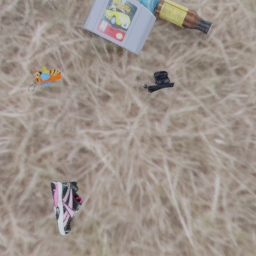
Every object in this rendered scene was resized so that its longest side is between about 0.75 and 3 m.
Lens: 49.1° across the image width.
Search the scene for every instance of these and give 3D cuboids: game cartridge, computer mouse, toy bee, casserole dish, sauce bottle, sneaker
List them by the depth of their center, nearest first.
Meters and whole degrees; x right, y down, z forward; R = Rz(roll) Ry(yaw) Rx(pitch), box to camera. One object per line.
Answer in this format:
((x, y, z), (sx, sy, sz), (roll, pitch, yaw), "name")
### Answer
((-1.573, 2.147, 7.491), (0.750, 1.738, 0.698), (-9, 36, -19), "sneaker")
((-2.548, -1.569, 8.357), (1.033, 0.676, 0.561), (-15, 57, -38), "toy bee")
((0.864, -1.342, 8.416), (0.887, 1.264, 0.291), (-12, 120, 0), "computer mouse")
((-0.270, -3.304, 8.545), (2.087, 0.427, 1.389), (31, 101, 18), "game cartridge")
((1.757, -3.459, 8.789), (1.789, 0.591, 0.591), (30, 81, 9), "sauce bottle")
((0.807, -4.153, 8.854), (0.298, 0.929, 1.534), (22, 75, 17), "casserole dish")
